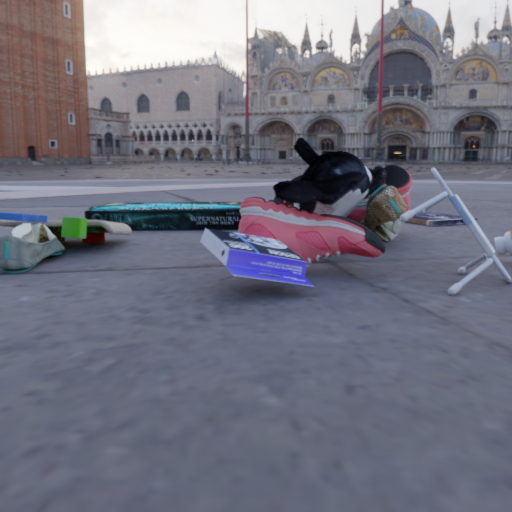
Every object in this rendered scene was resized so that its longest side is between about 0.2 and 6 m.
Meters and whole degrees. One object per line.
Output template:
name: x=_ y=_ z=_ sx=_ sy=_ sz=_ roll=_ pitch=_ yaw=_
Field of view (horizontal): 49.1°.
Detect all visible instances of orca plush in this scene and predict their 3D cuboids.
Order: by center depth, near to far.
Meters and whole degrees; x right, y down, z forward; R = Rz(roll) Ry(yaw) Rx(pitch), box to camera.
orca plush: x=0.896 y=-1.268 z=9.697 sx=2.222 sy=1.501 sz=4.224 roll=-39 pitch=-7 yaw=18

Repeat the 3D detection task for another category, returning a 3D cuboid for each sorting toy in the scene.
sorting toy: x=-3.551 y=-0.456 z=10.541 sx=2.093 sy=0.506 sz=3.717 roll=4 pitch=2 yaw=-2

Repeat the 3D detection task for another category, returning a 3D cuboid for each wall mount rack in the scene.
wall mount rack: x=2.599 y=-0.249 z=7.436 sx=0.691 sy=1.852 sz=1.609 roll=-35 pitch=-7 yaw=22

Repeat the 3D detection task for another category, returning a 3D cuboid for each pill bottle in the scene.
pill bottle: x=4.136 y=-0.222 z=8.767 sx=0.706 sy=0.392 sz=0.392 roll=-14 pitch=2 yaw=27

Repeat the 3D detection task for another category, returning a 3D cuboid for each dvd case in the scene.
dvd case: x=4.619 y=-0.996 z=14.974 sx=1.512 sy=0.162 sz=2.033 roll=-4 pitch=11 yaw=-23

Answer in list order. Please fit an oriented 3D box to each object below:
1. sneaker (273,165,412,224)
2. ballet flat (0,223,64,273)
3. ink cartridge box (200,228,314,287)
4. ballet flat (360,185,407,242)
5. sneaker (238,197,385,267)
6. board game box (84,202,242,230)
sneaker: x=1.932 y=-1.084 z=12.627 sx=3.144 sy=1.363 sz=1.159 roll=-2 pitch=43 yaw=21
ballet flat: x=-3.556 y=-0.219 z=8.971 sx=0.692 sy=0.654 sz=2.054 roll=-1 pitch=9 yaw=-4
ink cartridge box: x=0.023 y=0.004 z=6.890 sx=1.127 sy=0.247 sz=1.138 roll=9 pitch=18 yaw=-29
ballet flat: x=2.497 y=-0.664 z=11.065 sx=0.822 sy=0.761 sz=2.333 roll=-38 pitch=-14 yaw=0
sneaker: x=0.733 y=-0.154 z=8.055 sx=2.160 sy=0.937 sz=0.796 roll=14 pitch=-4 yaw=11
board game box: x=-2.144 y=-1.039 z=14.149 sx=3.732 sy=0.525 sz=2.524 roll=0 pitch=10 yaw=-3
